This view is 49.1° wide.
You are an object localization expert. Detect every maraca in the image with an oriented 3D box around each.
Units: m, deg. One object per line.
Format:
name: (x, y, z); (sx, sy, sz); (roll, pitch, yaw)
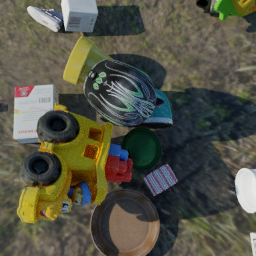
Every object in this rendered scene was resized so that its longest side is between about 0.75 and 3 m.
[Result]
maraca: (3.901, -4.771, 9.575); (2.823, 1.935, 1.510); (-29, 36, -27)

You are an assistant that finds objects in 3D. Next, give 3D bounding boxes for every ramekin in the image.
ramekin: (3.628, 1.745, 7.926); (0.603, 1.236, 1.236); (-2, 73, -8)

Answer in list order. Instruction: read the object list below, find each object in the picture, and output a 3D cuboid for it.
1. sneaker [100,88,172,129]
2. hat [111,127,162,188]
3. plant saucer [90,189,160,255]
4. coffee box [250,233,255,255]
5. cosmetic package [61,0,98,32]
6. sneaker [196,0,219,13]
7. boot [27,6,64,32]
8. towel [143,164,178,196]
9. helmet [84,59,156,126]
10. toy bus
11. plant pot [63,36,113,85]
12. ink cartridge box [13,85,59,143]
sneaker: (0.282, -0.768, 8.818); (2.266, 0.947, 1.368); (4, 75, -1)
hat: (0.207, 0.748, 7.973); (1.254, 1.333, 1.514); (-11, 88, 20)
plant saucer: (-0.087, 2.766, 8.037); (1.965, 0.359, 1.965); (0, 72, 0)
coffee box: (4.455, 3.655, 6.872); (1.962, 1.943, 1.965); (-1, 72, 3)
cosmetic package: (-1.705, -4.154, 9.735); (1.003, 1.002, 1.216); (-4, 72, -21)
sneaker: (2.765, -4.913, 10.279); (0.762, 0.643, 1.742); (-23, 79, -13)
boot: (-2.915, -4.077, 10.155); (1.379, 0.501, 0.623); (35, 69, 2)
towel: (0.995, 1.577, 8.539); (0.889, 0.133, 0.651); (-29, 75, -6)
helmet: (-0.121, -0.898, 7.624); (1.753, 1.839, 1.839); (35, 75, 23)
toy bus: (-1.167, 1.074, 7.042); (2.635, 1.863, 2.745); (16, 50, -8)
plant pot: (-1.136, -1.954, 9.013); (1.401, 1.489, 1.489); (25, 74, -7)
ink cartridge box: (-2.863, -0.423, 8.834); (1.239, 0.704, 1.700); (-4, 74, -2)
